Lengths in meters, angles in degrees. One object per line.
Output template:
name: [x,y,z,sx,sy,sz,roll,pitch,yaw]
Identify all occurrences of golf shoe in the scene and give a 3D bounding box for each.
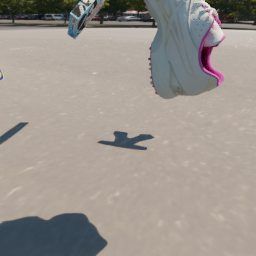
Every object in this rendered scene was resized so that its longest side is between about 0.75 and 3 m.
golf shoe: [0.820,-1.594,3.918,1.092,2.385,0.898,4,22,35]

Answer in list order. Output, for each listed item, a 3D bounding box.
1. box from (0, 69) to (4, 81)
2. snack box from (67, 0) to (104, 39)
box: [-4.298,-2.142,7.223,0.378,2.332,1.413,-1,26,34]
snack box: [-1.094,-3.239,7.644,0.285,0.891,1.534,33,67,-5]
